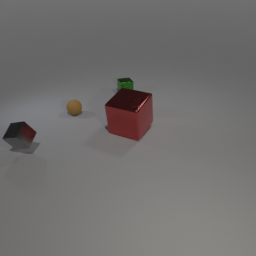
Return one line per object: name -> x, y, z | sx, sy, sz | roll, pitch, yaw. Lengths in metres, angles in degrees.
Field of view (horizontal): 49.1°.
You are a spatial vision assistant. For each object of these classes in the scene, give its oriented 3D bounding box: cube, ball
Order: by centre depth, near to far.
cube -> -3.806, 0.266, 9.864 | 0.700, 0.700, 0.700 | -6, 52, 28
cube -> 0.083, -0.579, 11.160 | 1.400, 1.400, 1.400 | 15, 43, 24
ball -> -2.445, -0.951, 12.721 | 0.700, 0.700, 0.700 | 0, 30, 0
cube -> -0.144, -2.236, 15.002 | 0.700, 0.700, 0.700 | -10, 31, -16
